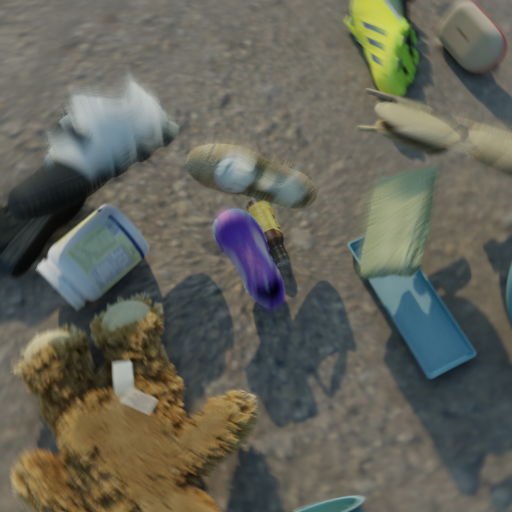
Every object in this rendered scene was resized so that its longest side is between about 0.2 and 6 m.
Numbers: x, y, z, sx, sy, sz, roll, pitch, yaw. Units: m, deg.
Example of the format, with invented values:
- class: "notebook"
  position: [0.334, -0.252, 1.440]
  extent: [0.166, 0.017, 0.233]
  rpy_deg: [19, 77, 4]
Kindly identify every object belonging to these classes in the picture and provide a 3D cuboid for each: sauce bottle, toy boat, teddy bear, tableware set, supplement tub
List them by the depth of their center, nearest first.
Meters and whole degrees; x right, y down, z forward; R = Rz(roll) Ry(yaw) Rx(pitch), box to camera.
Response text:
- class: "teddy bear"
  position: [-1.637, 2.507, 7.418]
  extent: [3.164, 1.457, 4.365]
  rpy_deg: [-36, 65, -27]
- class: "tableware set"
  position: [3.010, -1.597, 8.361]
  extent: [2.849, 0.571, 1.884]
  rpy_deg: [12, 31, -14]
- class: "supplement tub"
  position: [-2.486, 0.023, 8.582]
  extent: [1.042, 1.042, 1.437]
  rpy_deg: [41, 73, 16]
- class: "sauce bottle"
  position: [0.213, -0.393, 9.147]
  extent: [0.392, 0.392, 1.211]
  rpy_deg: [-20, 70, -9]
- class: "toy boat"
  position: [4.207, -4.136, 10.679]
  extent: [0.906, 0.905, 1.386]
  rpy_deg: [-11, 62, -37]

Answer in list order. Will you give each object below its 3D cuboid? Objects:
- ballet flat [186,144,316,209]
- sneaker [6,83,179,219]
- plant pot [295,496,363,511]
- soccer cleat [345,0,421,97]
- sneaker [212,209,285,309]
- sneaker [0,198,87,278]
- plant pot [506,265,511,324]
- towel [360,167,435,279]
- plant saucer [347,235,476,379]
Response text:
- class: "ballet flat"
  position: [0.010, -1.157, 8.195]
  extent: [2.054, 0.671, 0.724]
  rpy_deg: [10, 102, -22]
- class: "sneaker"
  position: [-2.515, -1.567, 8.017]
  extent: [2.760, 1.023, 1.221]
  rpy_deg: [-41, 95, -32]
- class: "plant pot"
  position: [0.952, 3.736, 6.937]
  extent: [1.140, 1.140, 1.117]
  rpy_deg: [-15, 74, -6]
- class: "soccer cleat"
  position: [2.367, -4.302, 10.745]
  extent: [1.329, 1.027, 3.177]
  rpy_deg: [-8, 67, 30]
- class: "sneaker"
  position: [-0.025, 0.101, 8.175]
  extent: [0.690, 1.716, 0.759]
  rpy_deg: [-29, 28, 0]
- class: "sneaker"
  position: [-3.888, -0.592, 9.035]
  extent: [1.247, 0.718, 2.391]
  rpy_deg: [32, 73, 8]
- class: "plant pot"
  position: [4.523, 0.777, 7.947]
  extent: [2.163, 1.457, 2.163]
  rpy_deg: [0, 57, 1]
- class: "towel"
  position: [2.004, -0.461, 8.063]
  extent: [0.296, 1.204, 1.623]
  rpy_deg: [18, 77, -24]
- class: "plant saucer"
  position: [2.374, 0.674, 8.748]
  extent: [0.855, 0.232, 2.447]
  rpy_deg: [-24, 67, -10]
